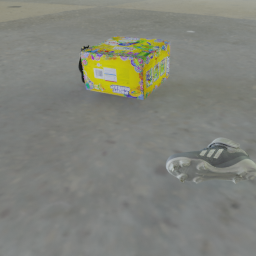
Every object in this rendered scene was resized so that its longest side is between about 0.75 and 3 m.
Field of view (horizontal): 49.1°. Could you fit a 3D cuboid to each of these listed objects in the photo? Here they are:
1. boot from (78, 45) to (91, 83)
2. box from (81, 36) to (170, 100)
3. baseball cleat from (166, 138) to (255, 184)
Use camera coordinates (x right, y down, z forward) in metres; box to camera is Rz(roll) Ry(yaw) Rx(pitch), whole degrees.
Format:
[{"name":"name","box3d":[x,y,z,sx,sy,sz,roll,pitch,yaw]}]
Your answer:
[{"name":"boot","box3d":[-1.486,-2.522,9.942,0.598,1.657,1.252,-4,64,-9]},{"name":"box","box3d":[0.002,-1.998,8.848,2.083,1.270,2.006,14,36,27]},{"name":"baseball cleat","box3d":[1.609,0.632,5.672,1.921,0.670,1.022,10,38,-14]}]
